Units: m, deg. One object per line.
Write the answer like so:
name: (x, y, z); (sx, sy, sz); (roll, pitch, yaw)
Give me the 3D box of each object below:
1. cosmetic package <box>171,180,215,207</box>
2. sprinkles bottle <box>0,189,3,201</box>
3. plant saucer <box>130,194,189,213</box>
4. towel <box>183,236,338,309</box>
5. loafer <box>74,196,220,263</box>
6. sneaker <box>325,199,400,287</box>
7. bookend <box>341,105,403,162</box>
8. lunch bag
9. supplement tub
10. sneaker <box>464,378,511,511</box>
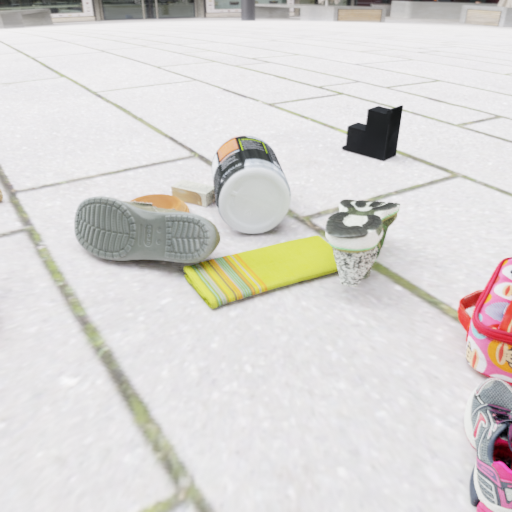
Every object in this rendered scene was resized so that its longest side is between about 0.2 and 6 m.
cosmetic package: (-1.574, -1.599, 14.280); (1.072, 0.381, 0.564); (16, 33, 26)
sprinkles bottle: (-6.976, -1.372, 13.797); (0.460, 0.460, 1.348); (24, 37, 36)
plant saucer: (-2.447, -1.088, 13.401); (1.690, 0.316, 1.690); (-2, 30, 1)
towel: (0.251, 0.277, 11.131); (3.157, 0.285, 1.359); (-14, 36, -24)
loafer: (-2.256, -0.454, 11.677); (3.447, 1.296, 1.200); (12, 4, 21)
sneaker: (2.051, -0.293, 11.041); (1.206, 1.390, 3.136); (10, 21, 23)
bookend: (3.521, -3.901, 17.132); (1.588, 1.578, 0.731); (25, 38, 36)
lunch bag: (4.544, 1.023, 8.997); (2.460, 1.144, 2.793); (13, 31, 30)
supplement tub: (-0.193, -1.828, 13.341); (1.697, 1.697, 2.769); (-3, 30, -5)
sneaker: (3.134, 2.270, 7.005); (0.864, 0.800, 2.142); (7, 30, 13)
